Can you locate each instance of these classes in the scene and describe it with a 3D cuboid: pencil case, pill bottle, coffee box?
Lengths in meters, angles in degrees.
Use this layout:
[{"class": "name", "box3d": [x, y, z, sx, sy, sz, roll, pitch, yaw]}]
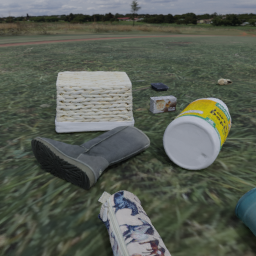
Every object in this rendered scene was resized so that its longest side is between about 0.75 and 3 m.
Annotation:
[{"class": "pencil case", "box3d": [0.112, 1.993, 4.725, 0.985, 0.857, 2.203, 25, 13, -26]}, {"class": "pill bottle", "box3d": [2.246, -0.007, 8.531, 1.557, 1.557, 2.762, 12, 25, 25]}, {"class": "coffee box", "box3d": [1.513, -1.017, 12.065, 1.069, 0.612, 0.426, -6, 23, -17]}]

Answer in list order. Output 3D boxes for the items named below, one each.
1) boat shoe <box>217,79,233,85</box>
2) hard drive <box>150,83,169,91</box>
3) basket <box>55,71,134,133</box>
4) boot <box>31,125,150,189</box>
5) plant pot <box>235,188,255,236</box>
[{"class": "boat shoe", "box3d": [5.602, -2.647, 16.175, 0.953, 0.344, 0.310, -4, 22, -24]}, {"class": "hard drive", "box3d": [1.720, -2.259, 15.393, 0.726, 0.228, 1.076, -7, 24, -15]}, {"class": "basket", "box3d": [-1.287, -1.057, 10.480, 2.861, 1.765, 1.939, -3, 27, -9]}, {"class": "boot", "box3d": [-1.012, 0.485, 8.140, 2.466, 0.984, 2.712, 27, 40, 22]}, {"class": "plant pot", "box3d": [2.732, 1.779, 5.259, 1.021, 1.021, 1.000, -4, 31, -10]}]
